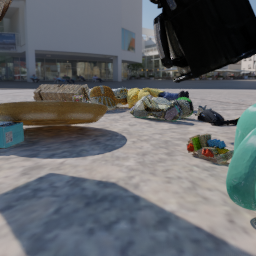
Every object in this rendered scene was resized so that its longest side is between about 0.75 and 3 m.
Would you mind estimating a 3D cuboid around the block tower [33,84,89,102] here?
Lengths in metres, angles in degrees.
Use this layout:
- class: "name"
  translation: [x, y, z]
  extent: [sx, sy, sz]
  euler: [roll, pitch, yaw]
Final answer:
- class: "block tower"
  translation: [-3.281, -1.601, 13.688]
  extent: [2.942, 0.795, 0.851]
  euler: [3, 40, 25]

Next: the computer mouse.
- class: "computer mouse"
  translation: [2.714, -0.340, 8.245]
  extent: [1.037, 0.340, 1.477]
  euler: [-2, 10, -5]

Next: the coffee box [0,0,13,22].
- class: "coffee box"
  translation: [-2.494, -3.472, 5.597]
  extent: [0.920, 1.303, 2.305]
  euler: [25, -33, -27]

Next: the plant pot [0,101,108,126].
- class: "plant pot"
  translation: [-1.816, -0.281, 6.541]
  extent: [2.704, 0.372, 2.704]
  euler: [-1, -2, 0]

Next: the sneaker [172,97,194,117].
- class: "sneaker"
  translation: [1.412, -0.599, 9.286]
  extent: [0.732, 0.670, 1.718]
  euler: [-18, 10, -41]

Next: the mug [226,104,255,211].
- class: "mug"
  translation: [1.766, 0.210, 2.761]
  extent: [1.371, 1.032, 1.669]
  euler: [4, 10, 24]

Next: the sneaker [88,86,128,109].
- class: "sneaker"
  translation: [-1.016, -1.242, 12.472]
  extent: [1.185, 1.022, 2.702]
  euler: [-10, -3, 32]

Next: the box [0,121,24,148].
- class: "box"
  translation: [-2.910, 0.100, 5.384]
  extent: [1.614, 0.397, 0.664]
  euler: [2, 10, 11]

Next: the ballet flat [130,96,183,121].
- class: "ballet flat"
  translation: [0.782, -0.703, 8.924]
  extent: [2.038, 0.733, 0.733]
  euler: [10, 14, 42]

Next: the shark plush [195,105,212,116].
- class: "shark plush"
  translation: [2.754, -0.630, 9.879]
  extent: [0.898, 0.374, 0.408]
  euler: [-6, 11, -33]

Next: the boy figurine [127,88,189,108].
- class: "boy figurine"
  translation: [1.109, -1.259, 12.038]
  extent: [2.827, 0.911, 1.758]
  euler: [4, 7, 28]

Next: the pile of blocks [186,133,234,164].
- class: "pile of blocks"
  translation: [1.207, 0.293, 4.313]
  extent: [0.284, 0.375, 0.913]
  euler: [-6, 11, -33]

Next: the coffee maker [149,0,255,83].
- class: "coffee maker"
  translation: [1.706, -2.756, 5.861]
  extent: [2.773, 2.887, 1.944]
  euler: [-18, 12, 37]

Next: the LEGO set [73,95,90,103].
- class: "LEGO set"
  translation: [-2.148, -1.222, 12.812]
  extent: [0.721, 0.584, 1.568]
  euler: [8, 12, 39]
